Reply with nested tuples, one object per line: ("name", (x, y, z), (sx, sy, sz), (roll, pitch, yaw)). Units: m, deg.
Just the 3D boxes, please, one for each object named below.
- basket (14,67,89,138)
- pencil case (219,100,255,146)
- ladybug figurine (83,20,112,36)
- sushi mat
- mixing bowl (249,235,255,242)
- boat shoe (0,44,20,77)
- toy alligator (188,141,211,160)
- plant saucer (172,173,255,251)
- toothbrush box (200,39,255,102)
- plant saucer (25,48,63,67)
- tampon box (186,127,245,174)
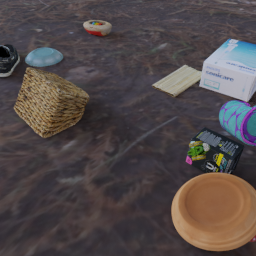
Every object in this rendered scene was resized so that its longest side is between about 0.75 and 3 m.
("basket", (-2.652, -0.856, 9.940), (2.324, 1.731, 1.659), (33, 17, 34))
("pencil case", (3.270, -0.211, 7.743), (1.021, 1.108, 2.398), (39, 10, -2))
("ladybug figurine", (-1.744, -5.681, 15.954), (1.756, 0.632, 1.192), (19, 43, 22))
("sushi mat", (2.223, -2.048, 11.872), (1.191, 0.151, 2.490), (29, 47, 32))
("mixing bowl", (2.756, 1.940, 6.568), (1.191, 0.645, 1.191), (-1, 38, 0))
("boat shoe", (-5.585, -3.329, 12.811), (1.001, 0.943, 2.788), (-1, 35, -11))
("toy alligator", (1.660, 0.492, 6.277), (0.294, 1.224, 0.406), (-9, 82, -8))
("plant saucer", (1.988, 1.775, 6.468), (2.053, 0.384, 2.053), (-15, 36, 11))
("toothbrush box", (4.540, -2.490, 11.568), (2.048, 1.193, 2.798), (24, 45, 26))
("plant saucer", (-4.073, -3.525, 13.540), (1.822, 0.351, 1.822), (0, 40, 0))
("tampon box", (2.389, 0.733, 7.808), (1.227, 0.919, 0.774), (29, 45, 30))
